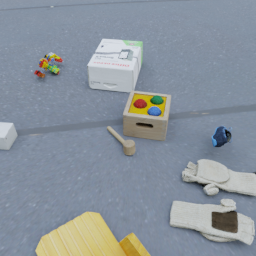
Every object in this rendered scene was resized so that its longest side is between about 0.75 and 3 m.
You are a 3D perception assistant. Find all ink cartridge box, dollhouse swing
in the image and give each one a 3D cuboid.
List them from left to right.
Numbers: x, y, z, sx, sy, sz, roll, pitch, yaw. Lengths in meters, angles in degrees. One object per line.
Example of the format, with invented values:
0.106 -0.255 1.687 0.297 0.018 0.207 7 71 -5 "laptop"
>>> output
-0.993 2.851 6.394 2.163 1.966 1.902 -24 68 -24 "dollhouse swing"
-0.526 -3.076 13.453 2.114 1.221 2.905 7 42 7 "ink cartridge box"

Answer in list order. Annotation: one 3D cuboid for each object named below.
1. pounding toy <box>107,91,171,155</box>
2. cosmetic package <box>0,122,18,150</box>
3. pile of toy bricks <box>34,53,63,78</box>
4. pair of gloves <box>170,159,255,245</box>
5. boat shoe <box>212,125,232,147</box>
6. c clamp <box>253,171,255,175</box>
0.313 -0.275 10.313 2.264 1.179 2.577 8 42 8 "pounding toy"
-4.944 0.252 10.108 1.544 0.655 0.831 5 40 5 "cosmetic package"
-3.770 -2.960 13.732 0.941 1.058 1.906 28 24 -10 "pile of toy bricks"
2.589 1.985 8.238 2.288 0.472 2.691 14 43 18 "pair of gloves"
3.222 0.330 9.379 0.540 0.662 1.572 -11 15 29 "boat shoe"
4.446 1.693 8.842 1.159 0.157 0.990 -15 36 -7 "c clamp"
